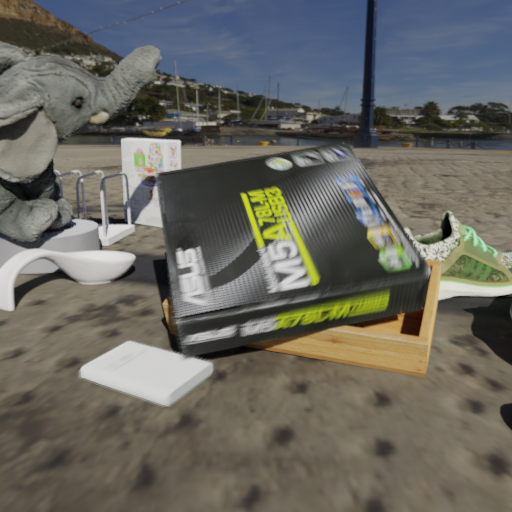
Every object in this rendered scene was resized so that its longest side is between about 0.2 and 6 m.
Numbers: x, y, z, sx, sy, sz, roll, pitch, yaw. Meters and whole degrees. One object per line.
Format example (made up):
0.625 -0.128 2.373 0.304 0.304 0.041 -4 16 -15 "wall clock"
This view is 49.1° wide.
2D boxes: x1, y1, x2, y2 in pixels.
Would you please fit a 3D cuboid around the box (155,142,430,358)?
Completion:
0.211 -0.225 5.810 2.320 0.571 2.402 -8 42 -8 "box"

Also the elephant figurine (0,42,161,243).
-3.274 -1.976 7.994 2.246 3.174 2.463 35 30 3 "elephant figurine"

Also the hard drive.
-0.981 1.031 5.038 0.984 0.129 0.649 9 19 29 "hard drive"

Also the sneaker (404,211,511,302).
2.793 -0.048 7.573 2.495 1.105 0.959 -5 15 -21 "sneaker"

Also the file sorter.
-3.678 -0.994 11.077 2.103 1.309 1.459 2 14 7 "file sorter"

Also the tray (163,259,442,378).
0.513 0.461 5.967 2.661 0.493 1.312 6 36 21 "tray"

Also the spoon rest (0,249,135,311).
-2.609 0.149 7.765 1.076 0.657 2.166 8 17 30 "spoon rest"

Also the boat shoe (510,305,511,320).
3.153 0.581 5.829 0.881 0.735 2.361 4 13 22 "boat shoe"

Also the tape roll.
-3.500 -0.201 9.327 1.733 0.572 1.733 1 15 0 "tape roll"

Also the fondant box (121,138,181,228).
-2.319 -1.628 12.427 1.359 1.884 0.549 10 18 34 "fondant box"
